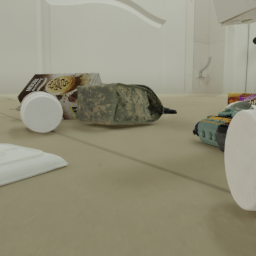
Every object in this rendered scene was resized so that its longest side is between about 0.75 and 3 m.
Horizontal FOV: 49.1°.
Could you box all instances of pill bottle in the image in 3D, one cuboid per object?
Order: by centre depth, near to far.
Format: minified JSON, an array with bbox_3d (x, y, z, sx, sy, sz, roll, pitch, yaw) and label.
[{"bbox_3d":[2.000,0.283,2.578,1.930,1.103,1.103,0,8,0],"label":"pill bottle"},{"bbox_3d":[-2.381,-0.456,7.687,1.073,1.073,1.884,-3,10,-20],"label":"pill bottle"}]

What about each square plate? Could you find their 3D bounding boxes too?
[{"bbox_3d":[-2.092,0.496,4.066,1.755,0.250,1.738,6,11,35],"label":"square plate"}]

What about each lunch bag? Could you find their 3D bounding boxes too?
[{"bbox_3d":[-0.203,-0.751,8.949,2.255,1.326,1.850,1,4,-45],"label":"lunch bag"}]

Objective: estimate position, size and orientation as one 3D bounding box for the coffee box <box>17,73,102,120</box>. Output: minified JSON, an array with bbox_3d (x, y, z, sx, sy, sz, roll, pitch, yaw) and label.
[{"bbox_3d":[-2.420,-1.196,10.437,2.704,1.079,1.528,1,45,15],"label":"coffee box"}]

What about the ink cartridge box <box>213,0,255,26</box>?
[{"bbox_3d":[2.251,-3.189,5.355,1.540,2.122,0.885,-20,8,-37],"label":"ink cartridge box"}]

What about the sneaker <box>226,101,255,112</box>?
[{"bbox_3d":[3.628,-0.400,8.804,2.156,0.758,0.864,3,0,-38],"label":"sneaker"}]

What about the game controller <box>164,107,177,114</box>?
[{"bbox_3d":[1.804,-0.803,13.003,0.690,0.279,1.324,14,7,-9],"label":"game controller"}]

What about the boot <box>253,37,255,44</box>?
[{"bbox_3d":[3.815,-2.344,7.548,0.777,0.263,0.507,-11,-19,31],"label":"boot"}]

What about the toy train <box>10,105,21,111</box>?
[{"bbox_3d":[-4.315,-0.948,12.649,1.792,0.759,1.037,-11,-5,-14],"label":"toy train"}]

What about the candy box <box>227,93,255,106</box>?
[{"bbox_3d":[5.299,-1.106,12.546,1.583,0.924,0.447,9,12,44],"label":"candy box"}]

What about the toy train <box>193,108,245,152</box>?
[{"bbox_3d":[2.042,0.056,5.565,1.021,0.764,1.792,-12,11,-14],"label":"toy train"}]
